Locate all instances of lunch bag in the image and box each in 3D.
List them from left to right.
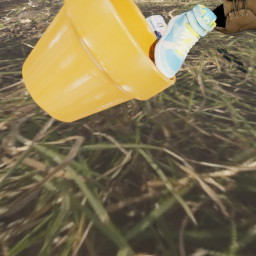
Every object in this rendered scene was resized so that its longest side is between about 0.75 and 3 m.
[{"bbox_3d":[0.920,-3.605,10.432,1.097,0.930,0.697,-23,-8,4],"label":"lunch bag"}]

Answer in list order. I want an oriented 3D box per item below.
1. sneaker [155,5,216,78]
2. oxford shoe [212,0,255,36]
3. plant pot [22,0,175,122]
[{"bbox_3d":[0.941,-1.446,4.465,0.864,0.526,1.323,-15,50,51],"label":"sneaker"},{"bbox_3d":[2.396,-2.309,5.507,0.924,0.796,2.189,1,-1,-23],"label":"oxford shoe"},{"bbox_3d":[-0.625,-1.184,4.870,2.028,2.215,2.215,-31,29,21],"label":"plant pot"}]
